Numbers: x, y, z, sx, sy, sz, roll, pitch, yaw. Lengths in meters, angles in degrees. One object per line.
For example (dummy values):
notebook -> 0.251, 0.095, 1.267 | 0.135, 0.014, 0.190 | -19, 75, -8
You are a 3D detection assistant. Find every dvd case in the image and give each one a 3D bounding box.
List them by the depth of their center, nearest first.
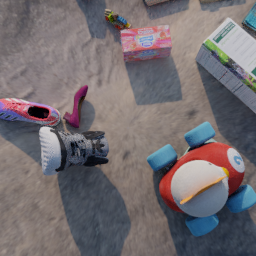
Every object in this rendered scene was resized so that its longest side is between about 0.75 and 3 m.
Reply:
dvd case -> 2.489, 0.939, 8.346 | 1.501, 0.165, 1.095 | 36, 81, 6

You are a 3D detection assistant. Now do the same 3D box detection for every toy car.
toy car -> 1.924, 1.298, 6.861 | 2.411, 2.725, 2.512 | -31, 83, 2

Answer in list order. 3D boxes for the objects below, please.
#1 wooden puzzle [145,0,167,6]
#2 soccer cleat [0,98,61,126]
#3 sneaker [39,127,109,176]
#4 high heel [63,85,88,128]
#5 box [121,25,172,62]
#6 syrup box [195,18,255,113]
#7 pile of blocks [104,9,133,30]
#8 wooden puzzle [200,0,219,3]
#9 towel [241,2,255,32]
wooden puzzle -> 1.050, -4.953, 9.420 | 1.414, 0.354, 1.527 | -18, 84, -3
soccer cleat -> -3.112, -0.533, 8.311 | 2.147, 0.786, 0.732 | 11, 79, 2
sneaker -> -1.273, 0.497, 7.033 | 1.667, 2.930, 1.106 | -6, 86, -12
high heel -> -1.410, -0.650, 8.511 | 0.623, 0.437, 1.296 | 31, 95, 16
box -> 0.552, -2.621, 8.756 | 1.504, 0.712, 0.772 | -6, 79, -1
syrup box -> 3.553, -1.699, 8.336 | 2.945, 1.199, 1.160 | 44, 83, 9
pile of blocks -> -0.362, -3.437, 9.061 | 1.056, 0.434, 0.328 | 33, 81, 6
wooden puzzle -> 2.976, -5.130, 9.453 | 2.704, 0.316, 1.824 | -17, 80, -4
towel -> 4.982, -3.496, 9.181 | 2.057, 0.223, 1.509 | 34, 82, 6
